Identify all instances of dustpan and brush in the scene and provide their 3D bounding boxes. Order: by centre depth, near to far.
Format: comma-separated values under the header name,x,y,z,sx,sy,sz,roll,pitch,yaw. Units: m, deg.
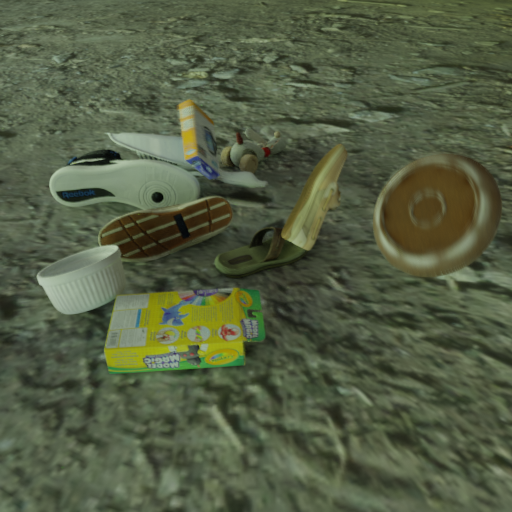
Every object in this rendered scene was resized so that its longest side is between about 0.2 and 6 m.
name,x,y,z,sx,sy,sz,roll,pitch,yaw
dustpan and brush,-1.553,-2.241,13.724,3.724,1.066,2.599,2,1,3

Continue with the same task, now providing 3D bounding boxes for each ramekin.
name,x,y,z,sx,sy,sz,roll,pitch,yaw
ramekin,-3.013,0.434,9.890,1.462,0.768,1.462,-15,16,4

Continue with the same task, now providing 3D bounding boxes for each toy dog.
name,x,y,z,sx,sy,sz,roll,pitch,yaw
toy dog,-0.040,-3.048,15.230,1.424,1.040,2.158,12,35,17

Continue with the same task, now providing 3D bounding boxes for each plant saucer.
name,x,y,z,sx,sy,sz,roll,pitch,yaw
plant saucer,3.052,-0.780,9.813,2.297,2.297,0.368,32,6,39

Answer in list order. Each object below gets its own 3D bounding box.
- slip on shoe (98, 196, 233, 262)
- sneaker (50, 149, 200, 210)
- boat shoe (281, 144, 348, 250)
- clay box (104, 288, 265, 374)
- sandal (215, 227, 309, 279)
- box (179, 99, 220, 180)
name,x,y,z,sx,sy,sz,roll,pitch,yaw
slip on shoe,-1.864,-0.561,11.729,2.802,1.065,0.849,-21,-1,-16
sneaker,-3.014,-1.992,13.480,3.398,1.241,1.901,2,28,-3
boat shoe,1.277,-1.147,10.934,0.692,2.144,0.764,29,0,-10
clay box,-1.122,1.195,9.235,2.476,0.589,1.422,-2,34,-3
sandal,0.227,-0.193,11.279,2.269,0.647,0.901,-22,39,-29
box,-1.283,-2.571,12.832,0.365,1.048,1.761,-17,65,22
